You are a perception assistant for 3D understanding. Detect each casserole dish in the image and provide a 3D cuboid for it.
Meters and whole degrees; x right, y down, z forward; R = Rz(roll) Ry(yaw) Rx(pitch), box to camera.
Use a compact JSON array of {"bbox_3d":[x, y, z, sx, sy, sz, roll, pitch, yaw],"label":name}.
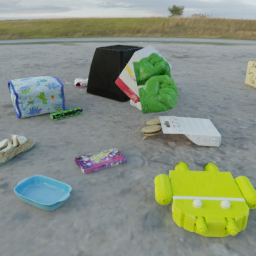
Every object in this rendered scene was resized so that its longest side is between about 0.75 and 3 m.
[{"bbox_3d":[-2.219,1.710,7.356,1.598,0.310,0.968,11,26,27],"label":"casserole dish"}]

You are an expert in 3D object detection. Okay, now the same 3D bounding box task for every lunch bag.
[{"bbox_3d":[-4.498,-1.722,13.620,2.275,1.705,2.676,-12,36,-25],"label":"lunch bag"}]

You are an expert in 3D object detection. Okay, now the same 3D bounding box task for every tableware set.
[{"bbox_3d":[1.061,0.002,11.319,1.194,0.362,1.806,-6,15,16],"label":"tableware set"}]

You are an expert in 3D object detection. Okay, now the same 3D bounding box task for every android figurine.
[{"bbox_3d":[1.948,1.694,7.094,2.547,0.575,2.798,2,22,5],"label":"android figurine"}]

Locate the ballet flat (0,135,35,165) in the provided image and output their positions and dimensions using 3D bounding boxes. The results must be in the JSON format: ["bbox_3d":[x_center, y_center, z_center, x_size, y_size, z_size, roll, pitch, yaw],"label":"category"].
[{"bbox_3d":[-3.889,0.613,9.483,0.691,0.640,1.960,5,23,19],"label":"ballet flat"}]

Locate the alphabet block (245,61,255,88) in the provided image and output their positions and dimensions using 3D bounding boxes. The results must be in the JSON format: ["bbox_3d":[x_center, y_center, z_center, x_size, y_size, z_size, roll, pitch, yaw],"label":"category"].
[{"bbox_3d":[8.591,-3.352,17.606,1.585,1.577,1.615,-2,22,-10],"label":"alphabet block"}]

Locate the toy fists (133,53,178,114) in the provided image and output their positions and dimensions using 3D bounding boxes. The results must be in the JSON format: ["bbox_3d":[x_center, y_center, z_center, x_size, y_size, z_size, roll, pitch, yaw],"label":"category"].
[{"bbox_3d":[1.042,-1.764,10.587,1.428,0.963,2.802,-10,51,1],"label":"toy fists"}]

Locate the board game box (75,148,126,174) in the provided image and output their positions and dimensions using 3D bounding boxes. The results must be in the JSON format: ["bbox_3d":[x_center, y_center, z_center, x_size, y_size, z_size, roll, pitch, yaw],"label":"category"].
[{"bbox_3d":[-0.890,1.040,9.073,1.456,0.235,0.874,-12,30,-27],"label":"board game box"}]

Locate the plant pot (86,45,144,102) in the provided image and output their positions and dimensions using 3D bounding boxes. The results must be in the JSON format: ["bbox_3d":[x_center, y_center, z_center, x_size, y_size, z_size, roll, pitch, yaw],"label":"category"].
[{"bbox_3d":[-0.462,-3.345,16.222,2.981,2.651,2.988,18,30,37],"label":"plant pot"}]

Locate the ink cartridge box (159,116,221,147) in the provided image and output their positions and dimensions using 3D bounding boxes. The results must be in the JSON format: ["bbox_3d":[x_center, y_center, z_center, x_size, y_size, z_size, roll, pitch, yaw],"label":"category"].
[{"bbox_3d":[2.297,0.099,10.760,2.094,0.495,1.676,3,24,-1],"label":"ink cartridge box"}]

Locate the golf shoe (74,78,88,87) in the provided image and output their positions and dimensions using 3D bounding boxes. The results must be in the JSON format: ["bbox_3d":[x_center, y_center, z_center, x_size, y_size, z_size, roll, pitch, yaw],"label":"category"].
[{"bbox_3d":[-2.703,-2.831,17.837,1.457,0.549,0.667,-2,37,5],"label":"golf shoe"}]

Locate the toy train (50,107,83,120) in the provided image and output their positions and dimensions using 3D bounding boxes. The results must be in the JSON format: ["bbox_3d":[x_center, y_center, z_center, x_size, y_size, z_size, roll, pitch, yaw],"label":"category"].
[{"bbox_3d":[-2.832,-0.675,12.950,1.575,0.329,0.444,-18,19,-36],"label":"toy train"}]

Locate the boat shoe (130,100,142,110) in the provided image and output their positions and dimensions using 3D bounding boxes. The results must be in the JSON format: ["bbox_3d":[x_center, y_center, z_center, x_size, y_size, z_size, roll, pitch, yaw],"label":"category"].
[{"bbox_3d":[0.496,-1.380,14.224,0.501,0.578,1.355,-9,25,-21],"label":"boat shoe"}]

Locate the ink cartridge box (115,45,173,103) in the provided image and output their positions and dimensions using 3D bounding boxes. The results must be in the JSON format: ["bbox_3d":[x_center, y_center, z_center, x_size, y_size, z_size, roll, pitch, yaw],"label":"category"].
[{"bbox_3d":[0.711,-2.456,12.770,1.443,1.995,1.450,46,45,7],"label":"ink cartridge box"}]
